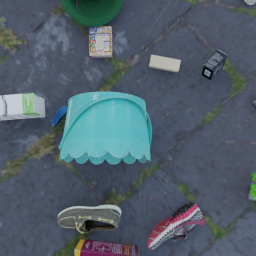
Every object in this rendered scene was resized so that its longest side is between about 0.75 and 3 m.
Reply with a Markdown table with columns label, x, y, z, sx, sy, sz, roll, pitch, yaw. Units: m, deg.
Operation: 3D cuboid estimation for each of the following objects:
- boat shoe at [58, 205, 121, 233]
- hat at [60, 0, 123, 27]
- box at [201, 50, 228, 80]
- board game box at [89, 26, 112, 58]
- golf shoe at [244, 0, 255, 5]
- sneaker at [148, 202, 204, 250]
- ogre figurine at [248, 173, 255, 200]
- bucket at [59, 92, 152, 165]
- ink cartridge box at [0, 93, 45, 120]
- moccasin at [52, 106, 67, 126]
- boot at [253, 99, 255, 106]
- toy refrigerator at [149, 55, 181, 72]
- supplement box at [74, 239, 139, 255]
| label | x | y | z | sx | sy | sz | roll | pitch | yaw |
| --- | --- | --- | --- | --- | --- | --- | --- | --- | --- |
| boat shoe | -1.414 | 3.221 | 9.748 | 2.364 | 0.707 | 0.845 | -9 | 126 | 12 |
| hat | -1.734 | -5.599 | 10.845 | 2.438 | 2.590 | 2.943 | -19 | 121 | -13 |
| box | 3.095 | -2.260 | 10.065 | 0.448 | 0.635 | 0.858 | 38 | 73 | 19 |
| board game box | -1.039 | -3.280 | 10.677 | 0.864 | 0.264 | 1.140 | 0 | 86 | 0 |
| golf shoe | 4.458 | -5.245 | 10.680 | 1.186 | 0.543 | 0.447 | 40 | 88 | 4 |
| sneaker | 1.679 | 3.604 | 9.900 | 2.269 | 0.915 | 0.847 | -34 | 89 | -3 |
| ogre figurine | 4.920 | 2.243 | 10.056 | 0.785 | 1.600 | 0.959 | 29 | 99 | 45 |
| bucket | -0.687 | 0.125 | 9.161 | 3.024 | 3.024 | 1.968 | -1 | 79 | 0 |
| ink cartridge box | -4.014 | -0.730 | 9.999 | 1.750 | 1.273 | 0.735 | -4 | 86 | 0 |
| moccasin | -2.567 | -0.457 | 10.489 | 0.338 | 0.286 | 0.839 | 38 | 85 | 10 |
| boot | 5.383 | -0.805 | 10.495 | 0.997 | 0.398 | 1.097 | -31 | 80 | -4 |
| toy refrigerator | 1.380 | -2.424 | 10.571 | 1.112 | 0.389 | 0.422 | 10 | 93 | 1 |
| supplement box | -0.767 | 4.842 | 9.699 | 2.188 | 1.129 | 1.433 | 5 | 86 | 0 |
